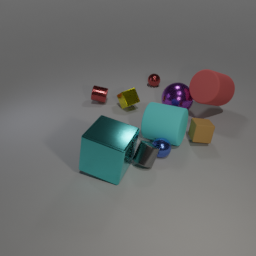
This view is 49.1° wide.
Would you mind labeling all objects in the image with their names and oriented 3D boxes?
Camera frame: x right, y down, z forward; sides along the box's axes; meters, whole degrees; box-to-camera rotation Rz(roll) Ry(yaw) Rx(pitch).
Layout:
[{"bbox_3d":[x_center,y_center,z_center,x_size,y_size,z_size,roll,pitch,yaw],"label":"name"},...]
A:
[{"bbox_3d":[1.382,-0.165,10.453,1.400,1.400,1.400,13,34,22],"label":"cylinder"},{"bbox_3d":[-1.346,-1.613,13.305,0.700,0.700,0.700,12,32,-2],"label":"cylinder"},{"bbox_3d":[0.014,-1.356,12.815,0.700,0.700,0.700,-23,3,-23],"label":"cube"},{"bbox_3d":[0.603,0.857,9.275,0.700,0.700,0.700,22,7,-3],"label":"cylinder"},{"bbox_3d":[2.717,0.091,10.413,0.700,0.700,0.700,5,24,-6],"label":"cube"},{"bbox_3d":[1.162,0.683,9.780,0.700,0.700,0.700,0,31,0],"label":"ball"},{"bbox_3d":[1.410,-2.593,15.166,0.700,0.700,0.700,0,31,0],"label":"ball"},{"bbox_3d":[2.175,-1.301,12.353,1.400,1.400,1.400,0,31,0],"label":"ball"},{"bbox_3d":[-0.598,0.668,8.932,1.400,1.400,1.400,20,35,12],"label":"cube"},{"bbox_3d":[3.550,-1.674,11.836,1.400,1.400,1.400,1,23,-45],"label":"cylinder"}]
